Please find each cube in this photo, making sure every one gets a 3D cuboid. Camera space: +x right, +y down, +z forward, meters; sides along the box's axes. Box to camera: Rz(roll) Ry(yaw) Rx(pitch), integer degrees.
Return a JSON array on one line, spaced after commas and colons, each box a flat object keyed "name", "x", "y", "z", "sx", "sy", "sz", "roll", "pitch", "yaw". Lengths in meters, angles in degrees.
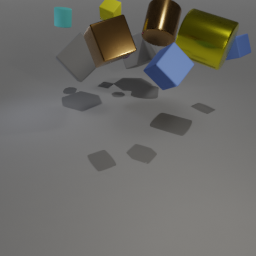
[{"name": "cube", "x": -2.018, "y": -2.897, "z": 11.665, "sx": 1.400, "sy": 1.400, "sz": 1.400, "roll": -45, "pitch": 18, "yaw": -3}, {"name": "cube", "x": -0.360, "y": -1.649, "z": 5.398, "sx": 0.700, "sy": 0.700, "sz": 0.700, "roll": -24, "pitch": 10, "yaw": -16}, {"name": "cube", "x": 3.920, "y": -2.938, "z": 10.187, "sx": 0.700, "sy": 0.700, "sz": 0.700, "roll": -27, "pitch": 17, "yaw": -28}, {"name": "cube", "x": 0.926, "y": -1.391, "z": 6.441, "sx": 0.700, "sy": 0.700, "sz": 0.700, "roll": -52, "pitch": 16, "yaw": -14}, {"name": "cube", "x": -0.754, "y": -5.033, "z": 12.049, "sx": 0.700, "sy": 0.700, "sz": 0.700, "roll": 27, "pitch": 67, "yaw": 10}, {"name": "cube", "x": 0.540, "y": -3.879, "z": 14.014, "sx": 1.400, "sy": 1.400, "sz": 1.400, "roll": -16, "pitch": 8, "yaw": 27}]

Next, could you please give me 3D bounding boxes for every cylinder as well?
[{"name": "cylinder", "x": 2.295, "y": -2.598, "z": 8.236, "sx": 1.400, "sy": 1.400, "sz": 1.400, "roll": 26, "pitch": 36, "yaw": 18}, {"name": "cylinder", "x": 1.381, "y": -4.318, "z": 11.547, "sx": 1.400, "sy": 1.400, "sz": 1.400, "roll": 14, "pitch": -8, "yaw": 2}, {"name": "cylinder", "x": -2.651, "y": -4.517, "z": 11.424, "sx": 0.700, "sy": 0.700, "sz": 0.700, "roll": 6, "pitch": 28, "yaw": -3}]

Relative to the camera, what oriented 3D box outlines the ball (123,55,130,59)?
[{"name": "ball", "x": -0.196, "y": -3.374, "z": 12.199, "sx": 0.700, "sy": 0.700, "sz": 0.700, "roll": 0, "pitch": 29, "yaw": 0}]
